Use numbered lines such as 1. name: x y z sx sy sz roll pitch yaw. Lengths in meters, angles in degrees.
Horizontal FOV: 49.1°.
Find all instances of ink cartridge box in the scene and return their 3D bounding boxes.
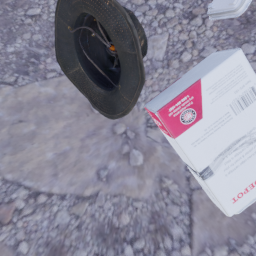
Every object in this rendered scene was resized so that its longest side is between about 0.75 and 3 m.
1. ink cartridge box: 1.868 0.094 5.561 1.896 1.088 2.611 -37 105 -2

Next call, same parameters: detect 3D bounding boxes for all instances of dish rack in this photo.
1. dish rack: 2.754 -3.543 7.393 0.333 1.528 1.312 28 95 -25

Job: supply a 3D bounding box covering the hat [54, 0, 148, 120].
1. hat: -0.395 -1.731 6.065 2.993 2.993 1.207 40 56 20
